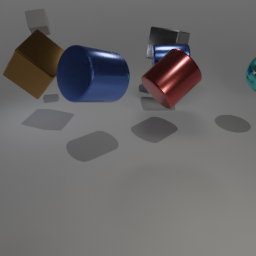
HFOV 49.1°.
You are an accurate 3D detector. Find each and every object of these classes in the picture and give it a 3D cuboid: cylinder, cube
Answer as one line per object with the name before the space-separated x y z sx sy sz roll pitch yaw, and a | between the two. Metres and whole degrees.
cylinder | -0.912 -1.375 7.398 1.400 1.400 1.400 25 19 36
cube | -3.353 -3.911 10.452 0.700 0.700 0.700 -11 -7 -7
cylinder | 1.704 -2.660 11.309 1.400 1.400 1.400 -1 30 2
cube | 1.848 -3.800 12.915 1.400 1.400 1.400 20 21 27
cube | -3.077 -2.140 9.522 1.400 1.400 1.400 37 46 -17
cylinder | 1.385 -1.575 9.010 1.400 1.400 1.400 -43 41 -4

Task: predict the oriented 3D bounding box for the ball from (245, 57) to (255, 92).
ball | 4.699 -1.815 9.400 1.400 1.400 1.400 0 30 0
